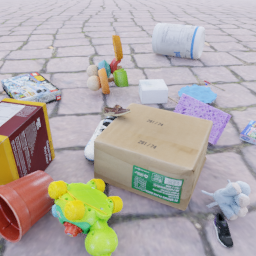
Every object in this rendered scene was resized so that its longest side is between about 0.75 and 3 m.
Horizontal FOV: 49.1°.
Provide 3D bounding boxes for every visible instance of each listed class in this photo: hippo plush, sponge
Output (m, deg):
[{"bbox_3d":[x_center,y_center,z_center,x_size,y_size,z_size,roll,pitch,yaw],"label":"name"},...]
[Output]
[{"bbox_3d":[2.781,1.863,7.415,0.923,0.915,1.149,-9,-14,-46],"label":"hippo plush"},{"bbox_3d":[2.624,-0.375,10.419,0.316,1.182,2.119,18,13,-46],"label":"sponge"}]

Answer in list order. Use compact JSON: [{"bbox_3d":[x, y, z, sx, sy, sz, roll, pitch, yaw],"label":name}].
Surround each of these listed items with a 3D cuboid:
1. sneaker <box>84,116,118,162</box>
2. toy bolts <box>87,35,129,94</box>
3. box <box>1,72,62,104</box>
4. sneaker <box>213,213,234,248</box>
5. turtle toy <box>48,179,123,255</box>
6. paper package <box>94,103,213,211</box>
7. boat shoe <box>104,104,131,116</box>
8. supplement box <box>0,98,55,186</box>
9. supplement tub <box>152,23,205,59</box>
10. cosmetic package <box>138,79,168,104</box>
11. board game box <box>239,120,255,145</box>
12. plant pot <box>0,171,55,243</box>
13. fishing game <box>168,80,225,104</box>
[{"bbox_3d":[-0.819,0.223,9.693,0.918,0.926,2.554,10,35,14],"label":"sneaker"},{"bbox_3d":[-1.195,-3.075,13.766,1.897,2.612,2.735,-11,15,-4],"label":"toy bolts"},{"bbox_3d":[-4.600,-1.804,13.184,1.898,0.553,2.772,-21,38,-29],"label":"box"},{"bbox_3d":[2.278,2.430,6.714,0.318,0.368,0.840,-4,33,-7],"label":"sneaker"},{"bbox_3d":[-0.960,2.057,6.588,1.556,1.079,2.135,7,20,-44],"label":"turtle toy"},{"bbox_3d":[0.787,0.665,8.440,2.898,1.499,2.762,15,36,21],"label":"paper package"},{"bbox_3d":[-0.350,-0.561,8.647,0.947,0.341,0.342,-1,15,37],"label":"boat shoe"},{"bbox_3d":[-3.323,0.549,8.076,1.389,2.064,2.093,8,33,12],"label":"supplement box"},{"bbox_3d":[3.208,-5.511,17.709,2.983,1.968,1.968,13,35,22],"label":"supplement tub"},{"bbox_3d":[1.139,-1.683,12.833,1.170,0.721,1.174,-3,34,-6],"label":"cosmetic package"},{"bbox_3d":[4.918,0.242,10.251,1.255,0.259,1.258,22,39,31],"label":"board game box"},{"bbox_3d":[-2.543,1.807,6.924,1.402,1.402,1.364,19,29,28],"label":"plant pot"},{"bbox_3d":[3.196,-1.473,12.879,2.507,0.390,1.795,-27,42,-27],"label":"fishing game"}]
